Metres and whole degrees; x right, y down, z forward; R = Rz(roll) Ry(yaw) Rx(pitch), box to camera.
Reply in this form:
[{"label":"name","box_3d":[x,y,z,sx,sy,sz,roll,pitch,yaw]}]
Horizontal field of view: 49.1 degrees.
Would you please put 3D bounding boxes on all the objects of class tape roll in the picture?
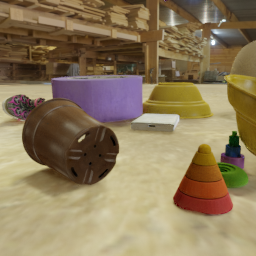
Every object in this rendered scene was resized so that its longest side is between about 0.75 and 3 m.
[{"label":"tape roll","box_3d":[-0.960,-1.036,9.023,2.868,1.219,2.868,0,13,0]}]

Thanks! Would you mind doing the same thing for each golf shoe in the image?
[{"label":"golf shoe","box_3d":[-3.182,-0.547,8.282,0.945,0.745,2.051,-6,1,8]}]

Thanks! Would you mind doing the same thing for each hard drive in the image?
[{"label":"hard drive","box_3d":[0.772,-0.169,7.464,1.055,0.213,1.599,3,10,14]}]

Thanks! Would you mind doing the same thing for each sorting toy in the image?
[{"label":"sorting toy","box_3d":[1.117,0.374,3.415,0.643,0.639,1.855,6,13,32]}]

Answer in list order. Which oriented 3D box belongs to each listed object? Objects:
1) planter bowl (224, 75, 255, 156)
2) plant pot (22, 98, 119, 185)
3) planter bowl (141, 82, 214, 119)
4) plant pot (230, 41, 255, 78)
[{"label":"planter bowl","box_3d":[2.302,0.011,3.946,2.212,0.921,2.212,12,22,-5]},{"label":"plant pot","box_3d":[-0.704,0.192,3.656,1.015,1.015,1.005,-9,20,-39]},{"label":"planter bowl","box_3d":[1.636,-1.024,9.695,2.618,1.090,2.618,0,11,0]},{"label":"plant pot","box_3d":[4.308,-1.317,8.940,2.491,2.491,1.673,10,49,43]}]
